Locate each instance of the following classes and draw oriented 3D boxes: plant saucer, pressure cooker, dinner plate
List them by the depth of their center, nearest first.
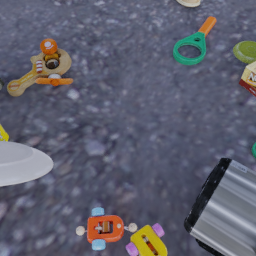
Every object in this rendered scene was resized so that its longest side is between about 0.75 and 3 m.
[{"bbox_3d":[-2.189,0.469,4.481,1.938,1.938,0.235,5,100,-1],"label":"dinner plate"},{"bbox_3d":[2.287,1.726,5.328,2.000,1.786,1.759,29,57,19],"label":"pressure cooker"},{"bbox_3d":[4.064,-2.553,9.275,1.098,0.171,1.098,0,55,-1],"label":"plant saucer"}]

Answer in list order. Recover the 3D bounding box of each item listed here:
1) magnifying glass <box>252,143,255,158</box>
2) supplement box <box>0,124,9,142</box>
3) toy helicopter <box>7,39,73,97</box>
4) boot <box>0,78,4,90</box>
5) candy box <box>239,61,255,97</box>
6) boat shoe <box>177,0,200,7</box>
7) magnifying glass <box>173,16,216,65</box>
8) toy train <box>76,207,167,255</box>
[{"bbox_3d":[3.628,0.310,7.326,0.539,0.152,1.355,23,60,16],"label":"magnifying glass"},{"bbox_3d":[-4.381,0.414,6.471,2.558,1.392,1.401,-3,55,-2],"label":"supplement box"},{"bbox_3d":[-2.609,-1.577,8.385,2.100,0.828,1.389,-38,72,-11],"label":"toy helicopter"},{"bbox_3d":[-4.846,-0.800,7.774,2.585,0.875,1.688,4,61,10],"label":"boot"},{"bbox_3d":[4.944,-1.644,8.267,2.801,0.775,1.617,-28,60,-18],"label":"candy box"},{"bbox_3d":[2.265,-5.807,11.075,0.958,0.899,2.600,-8,56,-5],"label":"boat shoe"},{"bbox_3d":[2.393,-3.028,9.573,1.028,0.289,2.583,26,61,17],"label":"magnifying glass"},{"bbox_3d":[-0.064,2.688,5.407,1.744,0.646,2.321,-8,53,-4],"label":"toy train"}]
